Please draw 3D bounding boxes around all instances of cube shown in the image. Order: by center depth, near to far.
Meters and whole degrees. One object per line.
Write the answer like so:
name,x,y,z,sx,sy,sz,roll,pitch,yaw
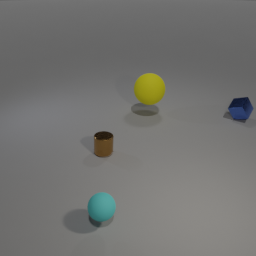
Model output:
cube,4.987,-0.862,12.388,0.700,0.700,0.700,-1,43,52

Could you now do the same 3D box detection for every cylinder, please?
cylinder,-0.879,0.575,10.116,0.700,0.700,0.700,2,27,-1

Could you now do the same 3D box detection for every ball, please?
ball,-0.653,1.953,6.941,0.700,0.700,0.700,0,28,0
ball,0.960,-1.729,12.489,1.400,1.400,1.400,0,28,0
